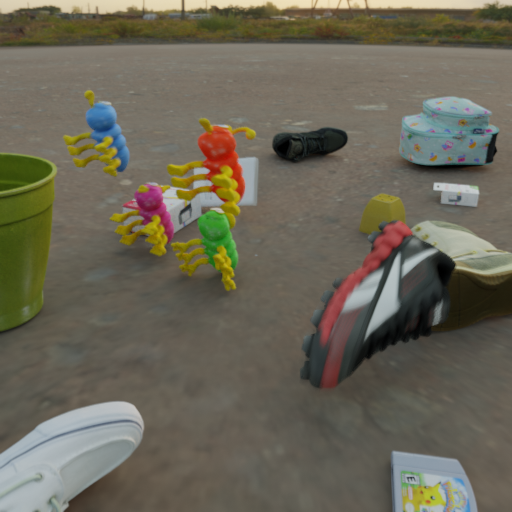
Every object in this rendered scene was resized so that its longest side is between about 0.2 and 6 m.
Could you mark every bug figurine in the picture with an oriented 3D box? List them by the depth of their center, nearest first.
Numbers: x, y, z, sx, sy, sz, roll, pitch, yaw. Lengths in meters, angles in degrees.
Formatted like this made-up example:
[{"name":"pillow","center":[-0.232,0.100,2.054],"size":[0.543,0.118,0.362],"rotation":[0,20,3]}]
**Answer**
[{"name":"bug figurine","center":[-1.333,-1.043,8.705],"size":[3.681,2.854,0.947],"rotation":[21,47,34]}]

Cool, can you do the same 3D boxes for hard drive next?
[{"name":"hard drive","center":[-0.628,-1.468,11.340],"size":[1.422,0.938,0.190],"rotation":[1,-3,28]}]

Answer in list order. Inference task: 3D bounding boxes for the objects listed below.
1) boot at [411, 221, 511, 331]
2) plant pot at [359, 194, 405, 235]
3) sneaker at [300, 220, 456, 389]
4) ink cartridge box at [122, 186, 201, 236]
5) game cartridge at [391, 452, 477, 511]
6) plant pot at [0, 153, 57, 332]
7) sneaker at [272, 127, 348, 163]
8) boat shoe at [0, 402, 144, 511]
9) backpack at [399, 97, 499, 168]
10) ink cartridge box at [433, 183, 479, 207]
[{"name":"boot","center":[2.678,0.178,8.325],"size":[2.570,0.926,1.988],"rotation":[-6,25,-18]},{"name":"plant pot","center":[2.414,-0.782,10.565],"size":[0.666,0.682,0.662],"rotation":[22,33,36]},{"name":"sneaker","center":[1.459,0.610,6.299],"size":[1.209,0.875,2.475],"rotation":[27,53,23]},{"name":"ink cartridge box","center":[-1.817,-0.873,10.890],"size":[0.975,0.566,1.321],"rotation":[11,29,22]},{"name":"game cartridge","center":[1.569,2.193,4.960],"size":[0.710,0.215,1.065],"rotation":[8,27,7]},{"name":"plant pot","center":[-3.720,-0.131,7.580],"size":[2.138,2.059,2.138],"rotation":[2,23,-1]},{"name":"sneaker","center":[1.443,-2.945,14.992],"size":[2.054,0.785,1.176],"rotation":[-1,27,5]},{"name":"boat shoe","center":[-1.946,2.088,4.646],"size":[2.339,0.860,0.781],"rotation":[-25,44,-20]},{"name":"backpack","center":[4.826,-3.129,14.384],"size":[2.199,1.686,1.933],"rotation":[-10,31,-1]},{"name":"ink cartridge box","center":[4.301,-1.328,12.120],"size":[0.920,0.310,0.539],"rotation":[8,27,16]}]
